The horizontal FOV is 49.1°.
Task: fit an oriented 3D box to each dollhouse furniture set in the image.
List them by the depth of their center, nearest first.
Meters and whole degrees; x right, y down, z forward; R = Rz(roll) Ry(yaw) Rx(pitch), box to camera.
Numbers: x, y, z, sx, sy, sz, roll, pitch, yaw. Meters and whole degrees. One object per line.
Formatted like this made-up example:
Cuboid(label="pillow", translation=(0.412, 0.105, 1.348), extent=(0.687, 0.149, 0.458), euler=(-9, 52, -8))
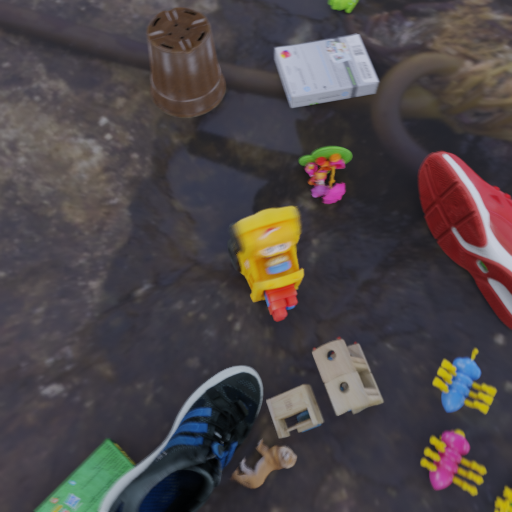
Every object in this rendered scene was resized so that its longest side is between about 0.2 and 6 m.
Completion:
Cuboid(label="dollhouse furniture set", translation=(0.979, 2.006, 8.518), extent=(1.431, 1.008, 1.003), euler=(-27, 67, 17))

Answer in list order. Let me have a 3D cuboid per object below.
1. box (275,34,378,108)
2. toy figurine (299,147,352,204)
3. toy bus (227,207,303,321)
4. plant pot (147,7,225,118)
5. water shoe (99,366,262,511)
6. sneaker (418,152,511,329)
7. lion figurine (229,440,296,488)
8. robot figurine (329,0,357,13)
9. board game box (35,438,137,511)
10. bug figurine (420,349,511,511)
Cuboid(label="box", translation=(1.434, -3.845, 11.612), extent=(1.817, 0.374, 1.417), euler=(-11, 64, -7))
Cuboid(label="toy figurine", translation=(1.267, -1.404, 10.315), extent=(1.001, 0.752, 0.922), euler=(-6, 71, 24))
Cuboid(label="toy bus", translation=(0.268, 0.189, 8.974), extent=(1.125, 1.657, 1.591), euler=(-14, 72, -9))
Cuboid(label="plant pot", translation=(-1.432, -3.819, 10.948), extent=(1.570, 1.554, 1.570), euler=(0, 64, 1))
Cuboid(label="water shoe", translation=(-0.723, 2.777, 7.605), extent=(2.996, 1.182, 1.071), euler=(-46, 111, -28))
Cuboid(label="sneaker", translation=(4.362, -0.496, 9.652), extent=(1.960, 1.330, 3.394), euler=(-22, 78, -20))
Cuboid(label="lion figurine", translation=(0.105, 3.118, 8.242), extent=(0.570, 0.337, 0.931), euler=(44, 90, 5))
Cuboid(label="robot figurine", translation=(1.978, -5.755, 12.545), extent=(0.672, 0.388, 0.589), euler=(-23, 66, -11))
Cuboid(label="board game box", translation=(-2.648, 4.257, 7.653), extent=(1.642, 0.368, 3.133), euler=(40, 70, 20))
Cuboid(label="bug figurine", translation=(3.590, 2.797, 8.172), extent=(2.736, 0.704, 2.121), euler=(33, 74, 11))
